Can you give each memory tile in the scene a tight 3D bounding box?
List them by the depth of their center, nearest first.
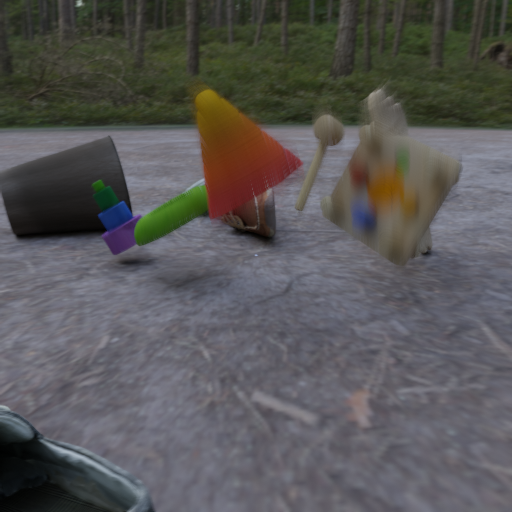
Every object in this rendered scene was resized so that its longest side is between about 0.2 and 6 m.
[{"bbox_3d":[2.647,-1.432,10.137,0.244,2.908,2.229,-13,1,26],"label":"memory tile"}]

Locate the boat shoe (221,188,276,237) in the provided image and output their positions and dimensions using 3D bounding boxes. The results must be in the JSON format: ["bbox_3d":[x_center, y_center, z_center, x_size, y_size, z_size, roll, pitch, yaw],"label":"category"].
[{"bbox_3d":[-0.285,-1.002,12.288,1.115,1.176,3.105,-7,9,-10],"label":"boat shoe"}]

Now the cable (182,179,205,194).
[{"bbox_3d":[-0.988,-1.738,14.208,1.729,0.599,1.730,-27,3,-10],"label":"cable"}]

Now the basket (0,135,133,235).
[{"bbox_3d":[-4.215,-1.417,12.345,2.486,2.241,1.691,-13,-18,-18],"label":"basket"}]

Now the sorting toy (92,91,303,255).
[{"bbox_3d":[-1.378,-1.235,8.771,4.550,1.567,1.578,-16,19,46],"label":"sorting toy"}]

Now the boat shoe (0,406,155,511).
[{"bbox_3d":[-1.757,1.516,3.833,2.880,1.021,1.038,7,18,23],"label":"boat shoe"}]

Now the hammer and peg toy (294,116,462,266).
[{"bbox_3d":[1.699,-1.079,8.466,0.829,1.728,2.350,10,22,-49],"label":"hammer and peg toy"}]
